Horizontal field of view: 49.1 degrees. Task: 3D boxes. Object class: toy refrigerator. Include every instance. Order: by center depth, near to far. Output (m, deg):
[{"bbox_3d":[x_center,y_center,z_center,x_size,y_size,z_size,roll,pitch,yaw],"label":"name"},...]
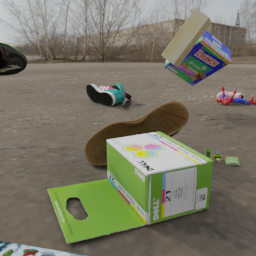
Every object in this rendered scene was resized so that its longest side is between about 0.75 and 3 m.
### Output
[{"bbox_3d":[1.754,-2.722,8.535,0.572,1.634,0.620,43,20,15],"label":"toy refrigerator"}]

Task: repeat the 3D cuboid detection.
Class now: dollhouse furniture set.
[{"bbox_3d":[2.586,0.774,7.602,0.890,0.344,0.445,3,17,10],"label":"dollhouse furniture set"}]

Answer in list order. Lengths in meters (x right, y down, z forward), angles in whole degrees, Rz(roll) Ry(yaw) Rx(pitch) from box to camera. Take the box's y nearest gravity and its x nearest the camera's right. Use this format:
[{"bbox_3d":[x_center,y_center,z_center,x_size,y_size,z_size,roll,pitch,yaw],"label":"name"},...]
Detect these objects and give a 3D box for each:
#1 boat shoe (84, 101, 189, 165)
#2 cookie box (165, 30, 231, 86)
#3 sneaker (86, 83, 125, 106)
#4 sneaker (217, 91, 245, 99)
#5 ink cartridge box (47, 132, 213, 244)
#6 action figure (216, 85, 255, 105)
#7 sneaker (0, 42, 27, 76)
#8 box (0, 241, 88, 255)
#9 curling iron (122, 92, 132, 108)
[{"bbox_3d":[0.273,0.273,7.732,2.956,1.066,1.064,-27,-21,-2],"label":"boat shoe"},{"bbox_3d":[3.120,-3.111,12.620,1.917,0.842,2.241,26,-35,-27],"label":"cookie box"},{"bbox_3d":[-1.058,-1.984,15.431,1.557,1.078,2.578,-19,33,-36],"label":"sneaker"},{"bbox_3d":[5.737,-1.715,15.482,1.519,0.572,0.794,-1,11,-19],"label":"sneaker"},{"bbox_3d":[-0.071,0.987,5.641,2.796,1.059,2.066,-7,18,-24],"label":"ink cartridge box"},{"bbox_3d":[5.744,-1.741,14.895,2.157,1.067,0.704,-4,17,-4],"label":"action figure"},{"bbox_3d":[-3.378,-1.644,6.760,1.038,0.951,2.477,33,15,20],"label":"sneaker"},{"bbox_3d":[-0.871,2.077,3.007,2.422,0.483,1.658,3,17,11],"label":"box"},{"bbox_3d":[-0.121,-1.403,14.782,0.613,0.316,2.472,36,20,-8],"label":"curling iron"}]
